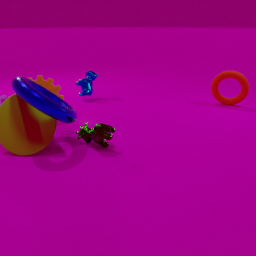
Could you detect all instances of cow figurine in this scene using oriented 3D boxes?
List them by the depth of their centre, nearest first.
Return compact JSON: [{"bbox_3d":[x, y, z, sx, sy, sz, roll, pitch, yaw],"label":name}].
[{"bbox_3d":[-0.835,0.119,7.016,0.923,0.938,0.515,25,62,-1],"label":"cow figurine"},{"bbox_3d":[-1.553,-1.769,11.179,1.005,1.021,0.561,-15,1,-36],"label":"cow figurine"}]

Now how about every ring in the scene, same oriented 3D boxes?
[{"bbox_3d":[-2.013,-0.679,6.865,1.754,0.351,1.754,34,3,-2],"label":"ring"},{"bbox_3d":[3.695,-1.449,10.193,1.323,1.323,0.265,10,34,23],"label":"ring"}]

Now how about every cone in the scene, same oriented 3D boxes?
[{"bbox_3d":[-2.384,-0.045,7.434,1.542,1.542,1.548,2,-5,5],"label":"cone"}]

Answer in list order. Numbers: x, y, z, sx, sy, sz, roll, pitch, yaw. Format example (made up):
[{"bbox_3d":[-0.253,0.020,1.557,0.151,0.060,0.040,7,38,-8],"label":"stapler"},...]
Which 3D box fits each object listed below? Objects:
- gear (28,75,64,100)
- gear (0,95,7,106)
[{"bbox_3d":[-2.716,-0.936,8.731,1.355,1.355,0.251,-5,9,-12],"label":"gear"},{"bbox_3d":[-4.610,-0.500,8.235,2.067,0.382,2.067,3,39,-2],"label":"gear"}]
